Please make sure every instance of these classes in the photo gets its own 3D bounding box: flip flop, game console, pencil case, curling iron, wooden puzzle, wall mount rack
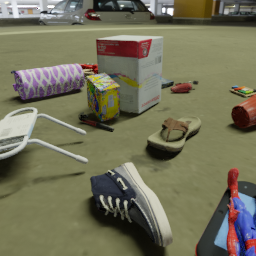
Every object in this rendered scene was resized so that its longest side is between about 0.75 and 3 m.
[{"bbox_3d":[1.399,-0.001,8.093,1.022,0.726,2.520,18,30,34],"label":"flip flop"},{"bbox_3d":[2.473,1.862,4.477,2.259,0.396,2.554,15,29,30],"label":"game console"},{"bbox_3d":[-3.336,-1.991,11.967,2.957,1.241,1.264,-15,1,-31],"label":"pencil case"},{"bbox_3d":[-1.052,-0.170,8.986,1.422,0.353,0.182,24,51,25],"label":"curling iron"},{"bbox_3d":[5.142,-1.614,12.232,1.113,0.193,1.649,-15,28,-29],"label":"wooden puzzle"},{"bbox_3d":[-2.314,0.312,7.021,2.413,1.035,2.777,-12,26,-5],"label":"wall mount rack"}]

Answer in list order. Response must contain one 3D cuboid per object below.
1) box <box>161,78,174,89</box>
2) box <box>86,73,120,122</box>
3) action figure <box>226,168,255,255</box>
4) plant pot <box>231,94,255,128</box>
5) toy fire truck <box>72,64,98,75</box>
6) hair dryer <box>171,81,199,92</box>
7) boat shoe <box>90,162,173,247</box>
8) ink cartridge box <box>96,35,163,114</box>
[{"bbox_3d":[1.582,-2.113,13.241,0.949,0.242,0.749,-20,33,-36],"label":"box"},{"bbox_3d":[-0.836,-1.053,9.418,0.716,1.174,1.131,-17,40,-25],"label":"box"},{"bbox_3d":[1.884,1.534,4.081,0.910,0.719,2.783,11,30,11],"label":"action figure"},{"bbox_3d":[3.952,-0.506,9.007,0.994,1.022,1.022,-19,30,-21],"label":"plant pot"},{"bbox_3d":[-2.200,-3.039,14.942,2.042,0.498,1.440,2,25,5],"label":"toy fire truck"},{"bbox_3d":[2.421,-1.824,12.654,1.113,0.397,1.461,-1,14,43],"label":"hair dryer"},{"bbox_3d":[-0.052,1.440,5.110,0.997,0.803,2.151,-17,23,-12],"label":"boat shoe"},{"bbox_3d":[0.098,-2.065,10.441,1.825,2.523,1.833,13,26,30],"label":"ink cartridge box"}]
